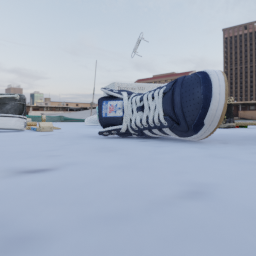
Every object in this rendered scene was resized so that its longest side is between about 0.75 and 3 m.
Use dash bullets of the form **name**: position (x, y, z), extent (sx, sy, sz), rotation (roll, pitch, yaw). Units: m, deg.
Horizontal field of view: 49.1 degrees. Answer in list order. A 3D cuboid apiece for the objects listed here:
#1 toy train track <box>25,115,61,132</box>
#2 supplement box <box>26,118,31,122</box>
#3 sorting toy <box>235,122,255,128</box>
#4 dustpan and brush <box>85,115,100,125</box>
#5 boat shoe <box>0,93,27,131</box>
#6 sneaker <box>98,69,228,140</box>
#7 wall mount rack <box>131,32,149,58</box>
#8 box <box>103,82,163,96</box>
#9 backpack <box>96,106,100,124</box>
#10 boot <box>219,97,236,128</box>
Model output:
- **toy train track**: position (-2.274, -0.130, 7.053), extent (1.369, 0.388, 2.387), rotation (-1, 2, -27)
- **supplement box**: position (-4.999, -0.266, 12.774), extent (0.963, 0.354, 0.607), rotation (1, 2, 16)
- **sorting toy**: position (3.975, -0.079, 9.445), extent (1.491, 0.200, 1.111), rotation (0, -3, 2)
- **dustpan and brush**: position (-1.368, -0.553, 15.797), extent (1.894, 0.777, 2.713), rotation (0, 1, -3)
- **boat shoe**: position (-3.415, -0.476, 5.426), extent (2.852, 0.974, 1.053), rotation (3, -5, -31)
- **sneaker**: position (0.240, -0.236, 3.451), extent (1.139, 0.736, 2.100), rotation (5, -6, -12)
- **wall mount rack**: position (0.405, -2.836, 9.688), extent (0.351, 0.941, 0.818), rotation (18, 22, -21)
- **box**: position (0.128, -0.700, 9.077), extent (1.627, 1.400, 1.635), rotation (0, 1, -17)
- **backpack**: position (-1.023, -0.686, 13.543), extent (0.983, 1.159, 1.306), rotation (-12, 2, -10)
- **boot**: position (2.912, -0.466, 8.819), extent (0.464, 0.954, 1.267), rotation (0, 1, -14)
